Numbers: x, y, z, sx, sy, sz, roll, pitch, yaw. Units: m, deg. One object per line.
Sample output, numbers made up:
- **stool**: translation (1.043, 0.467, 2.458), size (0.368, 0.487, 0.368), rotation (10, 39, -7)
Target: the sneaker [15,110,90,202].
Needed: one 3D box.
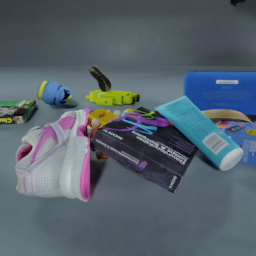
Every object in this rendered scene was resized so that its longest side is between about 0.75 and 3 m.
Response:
- **sneaker**: translation (-1.381, 0.346, 5.263), size (1.260, 1.162, 2.856), rotation (0, 15, -10)

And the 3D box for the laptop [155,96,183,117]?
- **laptop**: translation (2.178, -0.377, 9.919), size (2.014, 1.167, 1.886), rotation (-28, 14, 5)

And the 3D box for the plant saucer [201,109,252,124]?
- **plant saucer**: translation (2.353, -0.177, 7.325), size (1.702, 0.301, 1.702), rotation (3, -14, 1)

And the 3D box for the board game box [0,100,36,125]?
- **board game box**: translation (-4.418, -0.629, 10.415), size (1.572, 0.352, 3.000), rotation (-5, 16, -8)

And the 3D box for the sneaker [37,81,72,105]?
- **sneaker**: translation (-2.844, -1.301, 11.646), size (1.109, 0.932, 2.829), rotation (18, 1, -4)

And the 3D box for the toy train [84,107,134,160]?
- **toy train**: translation (-0.145, 0.211, 6.849), size (2.520, 0.701, 1.893), rotation (-4, 35, -44)

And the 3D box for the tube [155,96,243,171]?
- **tube**: translation (1.473, -0.020, 6.004), size (0.846, 0.550, 2.184), rotation (-19, 44, -17)

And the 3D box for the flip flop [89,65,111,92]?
- **flip flop**: translation (-1.244, -2.242, 12.560), size (0.584, 1.440, 0.415), rotation (-33, 33, 10)

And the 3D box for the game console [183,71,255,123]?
- **game console**: translation (2.680, -0.787, 8.181), size (2.246, 1.917, 1.329), rotation (2, 21, 6)

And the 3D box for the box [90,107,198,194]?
- **box**: translation (0.553, 0.274, 5.847), size (1.747, 0.441, 2.444), rotation (27, 24, 14)

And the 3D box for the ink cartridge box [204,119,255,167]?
- **ink cartridge box**: translation (2.792, 0.345, 6.217), size (1.802, 0.688, 1.230), rotation (12, 19, 31)

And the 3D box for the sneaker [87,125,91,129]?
- **sneaker**: translation (-0.829, -0.195, 8.746), size (0.473, 0.430, 1.070), rotation (13, 23, 20)

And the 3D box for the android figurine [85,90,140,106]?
- **android figurine**: translation (-0.749, -1.405, 12.901), size (2.418, 0.497, 2.201), rotation (5, 16, 17)
